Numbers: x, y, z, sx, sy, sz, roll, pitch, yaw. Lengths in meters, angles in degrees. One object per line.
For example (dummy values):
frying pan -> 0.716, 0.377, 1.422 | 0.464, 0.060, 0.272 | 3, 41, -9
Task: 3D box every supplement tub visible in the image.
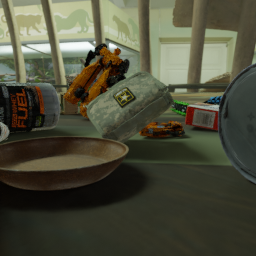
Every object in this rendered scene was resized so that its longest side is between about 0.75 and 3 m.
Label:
supplement tub -> -3.224, -0.568, 7.863 | 2.300, 1.409, 1.409 | -7, 11, -35

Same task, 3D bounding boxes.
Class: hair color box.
hair color box -> 2.594, -0.422, 9.079 | 1.089, 0.628, 1.963 | 11, 11, 20

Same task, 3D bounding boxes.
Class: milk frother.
milk frother -> 3.167, -0.663, 3.715 | 2.718, 2.889, 2.608 | -5, 12, -29

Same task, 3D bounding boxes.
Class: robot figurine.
robot figurine -> -1.153, -1.873, 10.841 | 2.061, 2.843, 0.828 | 41, 6, 26
robot figurine -> 0.882, 0.021, 7.438 | 1.257, 0.366, 0.912 | -1, 11, -9

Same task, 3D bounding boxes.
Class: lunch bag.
lunch bag -> -0.014, -0.426, 6.103 | 1.592, 1.142, 1.942 | -34, 15, -4

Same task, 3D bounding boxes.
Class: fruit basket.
fruit basket -> -2.091, -1.709, 13.853 | 1.818, 0.920, 1.963 | 8, -34, 18

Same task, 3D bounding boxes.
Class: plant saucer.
plant saucer -> -1.074, 0.500, 4.299 | 2.176, 0.398, 2.176 | -1, 8, 0

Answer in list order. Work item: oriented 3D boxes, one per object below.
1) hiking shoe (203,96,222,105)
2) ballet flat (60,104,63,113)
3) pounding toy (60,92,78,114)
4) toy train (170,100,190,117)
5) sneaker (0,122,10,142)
hiking shoe -> 3.822, -0.804, 11.178 | 1.261, 1.082, 2.908 | -8, -1, 0
ballet flat -> -3.584, -0.919, 13.312 | 0.587, 0.635, 1.883 | -34, 18, -20
pounding toy -> -2.701, -1.289, 13.253 | 0.889, 1.151, 1.250 | -4, 10, -23
toy train -> 2.584, -0.906, 12.878 | 0.796, 0.589, 2.823 | 10, 8, -6
sneaker -> -3.668, 0.114, 6.251 | 2.045, 0.754, 0.818 | 5, -4, 2
